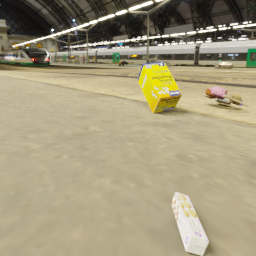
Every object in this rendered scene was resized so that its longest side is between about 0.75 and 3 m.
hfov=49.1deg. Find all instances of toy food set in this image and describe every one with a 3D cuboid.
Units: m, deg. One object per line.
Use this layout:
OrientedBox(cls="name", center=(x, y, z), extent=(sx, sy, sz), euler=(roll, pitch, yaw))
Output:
OrientedBox(cls="toy food set", center=(3.388, -1.172, 10.070), extent=(1.317, 0.326, 2.072), euler=(20, 5, -15))

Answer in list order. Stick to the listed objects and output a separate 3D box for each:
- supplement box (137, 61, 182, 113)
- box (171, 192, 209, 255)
OrientedBox(cls="supplement box", center=(1.015, -1.368, 9.315), extent=(0.825, 0.830, 1.515), euler=(-11, 60, -20))
OrientedBox(cls="box", center=(0.627, 0.969, 2.963), extent=(0.183, 0.171, 0.883), euler=(17, 13, -4))
